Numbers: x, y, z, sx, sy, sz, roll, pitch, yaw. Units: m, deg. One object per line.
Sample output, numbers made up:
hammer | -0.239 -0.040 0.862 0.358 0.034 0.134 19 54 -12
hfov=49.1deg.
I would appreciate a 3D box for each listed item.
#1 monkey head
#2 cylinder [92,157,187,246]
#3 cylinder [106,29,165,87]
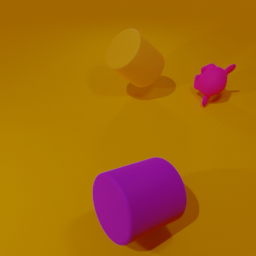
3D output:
monkey head | 2.723 -1.424 8.897 1.123 1.561 0.940 22 19 -50
cylinder | 0.203 1.369 5.468 1.347 1.347 1.347 -12 43 -34
cylinder | 0.230 -2.094 8.531 1.311 1.311 1.311 -18 61 35
